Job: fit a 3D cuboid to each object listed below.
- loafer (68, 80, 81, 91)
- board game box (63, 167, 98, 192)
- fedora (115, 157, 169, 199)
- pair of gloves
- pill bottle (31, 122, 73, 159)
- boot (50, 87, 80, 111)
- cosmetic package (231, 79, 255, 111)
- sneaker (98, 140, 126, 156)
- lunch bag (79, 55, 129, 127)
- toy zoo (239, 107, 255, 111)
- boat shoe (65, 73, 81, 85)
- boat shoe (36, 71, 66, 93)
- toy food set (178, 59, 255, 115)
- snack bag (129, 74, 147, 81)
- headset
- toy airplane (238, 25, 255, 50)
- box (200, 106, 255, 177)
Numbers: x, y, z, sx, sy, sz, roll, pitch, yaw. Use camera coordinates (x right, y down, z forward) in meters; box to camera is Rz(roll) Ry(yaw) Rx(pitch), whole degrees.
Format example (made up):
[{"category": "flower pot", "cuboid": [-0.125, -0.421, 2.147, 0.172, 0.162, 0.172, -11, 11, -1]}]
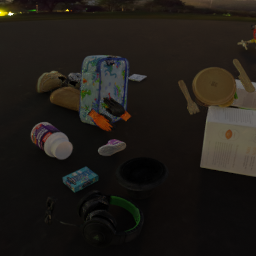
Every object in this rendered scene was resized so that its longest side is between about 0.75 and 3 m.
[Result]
[{"category": "loafer", "cuboid": [-2.302, -2.045, 14.295, 2.241, 0.781, 0.843, 6, 35, 32]}, {"category": "board game box", "cuboid": [-1.413, 1.523, 8.366, 0.845, 0.198, 0.638, -23, 35, -36]}, {"category": "fedora", "cuboid": [0.390, 1.470, 7.900, 1.575, 0.719, 1.575, 2, 25, -1]}, {"category": "pair of gloves", "cuboid": [-0.629, -0.415, 9.255, 1.117, 1.253, 0.155, 40, 36, -16]}, {"category": "pill bottle", "cuboid": [-2.610, 0.460, 9.667, 0.891, 0.891, 1.599, -22, 35, -36]}, {"category": "boot", "cuboid": [-1.953, -1.496, 13.439, 2.794, 0.924, 2.447, 22, 35, 37]}, {"category": "cosmetic package", "cuboid": [5.557, -1.565, 13.123, 2.385, 0.968, 1.346, 16, 31, 31]}, {"category": "sneaker", "cuboid": [-0.669, 0.673, 9.894, 1.060, 0.384, 0.604, -10, 22, -34]}, {"category": "lunch bag", "cuboid": [-0.859, -1.518, 11.147, 1.113, 2.699, 2.170, 15, 18, 29]}, {"category": "toy zoo", "cuboid": [6.216, -0.997, 13.248, 1.736, 0.178, 1.139, 13, 30, 23]}, {"category": "boat shoe", "cuboid": [-2.916, -2.626, 15.793, 0.737, 0.681, 1.995, 49, 16, -1]}, {"category": "boat shoe", "cuboid": [-4.170, -2.585, 15.596, 1.029, 0.968, 2.703, 15, 29, 2]}, {"category": "toy food set", "cuboid": [2.848, -1.305, 9.250, 2.162, 0.434, 1.493, -20, 69, 4]}, {"category": "snack bag", "cuboid": [0.567, -3.148, 17.483, 0.918, 0.104, 0.974, 14, 31, 24]}, {"category": "headset", "cuboid": [-0.736, 1.974, 6.534, 2.325, 1.092, 1.435, 2, 24, -21]}, {"category": "toy airplane", "cuboid": [11.629, -7.707, 24.711, 2.854, 2.022, 2.866, 6, -9, -12]}, {"category": "box", "cuboid": [3.802, 0.440, 8.808, 2.735, 1.701, 1.333, 9, 29, 16]}]
